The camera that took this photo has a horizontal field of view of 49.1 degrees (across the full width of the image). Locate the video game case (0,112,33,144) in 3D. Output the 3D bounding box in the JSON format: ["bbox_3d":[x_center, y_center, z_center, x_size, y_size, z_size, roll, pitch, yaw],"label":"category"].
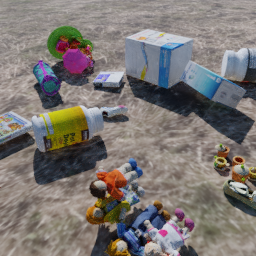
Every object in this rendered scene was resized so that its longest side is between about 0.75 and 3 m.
[{"bbox_3d":[-5.086,0.212,10.222,1.941,0.244,2.710,21,40,41],"label":"video game case"}]

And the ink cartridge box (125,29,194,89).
[{"bbox_3d":[1.535,-3.657,14.494,2.848,2.060,2.097,25,42,32],"label":"ink cartridge box"}]

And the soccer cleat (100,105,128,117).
[{"bbox_3d":[-0.593,-0.634,11.612,1.192,0.416,0.515,-3,43,4],"label":"soccer cleat"}]

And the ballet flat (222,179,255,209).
[{"bbox_3d":[3.364,1.866,7.804,1.464,0.518,0.518,25,41,31],"label":"ballet flat"}]

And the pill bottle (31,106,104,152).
[{"bbox_3d":[-2.094,-0.044,9.899,2.340,1.278,1.278,-15,37,-21],"label":"pill bottle"}]

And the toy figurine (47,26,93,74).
[{"bbox_3d":[-2.852,-4.052,15.829,2.865,2.151,2.637,5,40,-38],"label":"toy figurine"}]

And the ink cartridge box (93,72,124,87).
[{"bbox_3d":[-0.944,-2.501,14.295,1.356,0.297,1.369,3,34,13],"label":"ink cartridge box"}]

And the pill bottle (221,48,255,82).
[{"bbox_3d":[6.327,-3.141,14.121,2.871,1.663,1.663,5,34,7],"label":"pill bottle"}]

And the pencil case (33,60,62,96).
[{"bbox_3d":[-3.977,-2.469,13.678,0.966,1.049,2.269,-20,37,-18],"label":"pencil case"}]

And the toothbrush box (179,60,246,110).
[{"bbox_3d":[3.667,-1.911,12.305,1.703,0.992,2.326,14,24,-36],"label":"toothbrush box"}]

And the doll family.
[{"bbox_3d":[0.064,2.258,6.844,1.821,1.322,2.934,-24,58,-42],"label":"doll family"}]

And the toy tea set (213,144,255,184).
[{"bbox_3d":[3.342,1.050,8.850,1.037,0.645,1.744,-19,39,-26],"label":"toy tea set"}]
